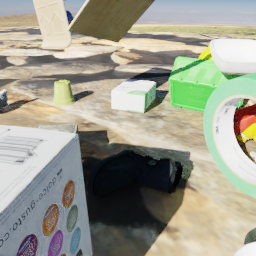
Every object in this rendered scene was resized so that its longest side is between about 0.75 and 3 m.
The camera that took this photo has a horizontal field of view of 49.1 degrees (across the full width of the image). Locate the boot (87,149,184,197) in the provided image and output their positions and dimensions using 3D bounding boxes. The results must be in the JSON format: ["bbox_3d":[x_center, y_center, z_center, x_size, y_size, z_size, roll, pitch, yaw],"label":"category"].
[{"bbox_3d":[0.240,1.063,6.159,1.572,0.715,1.871,10,20,30],"label":"boot"}]

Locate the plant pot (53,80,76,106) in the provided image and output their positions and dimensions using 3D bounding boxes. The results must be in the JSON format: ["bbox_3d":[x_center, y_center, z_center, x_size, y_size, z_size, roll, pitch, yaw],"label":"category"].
[{"bbox_3d":[-2.646,-1.480,11.464,0.933,0.857,0.933,1,25,0],"label":"plant pot"}]

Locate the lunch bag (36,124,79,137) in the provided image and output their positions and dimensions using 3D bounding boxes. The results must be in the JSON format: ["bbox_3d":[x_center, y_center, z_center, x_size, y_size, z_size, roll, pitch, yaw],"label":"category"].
[{"bbox_3d":[-1.903,0.464,7.343,1.160,0.832,1.414,-1,20,-3],"label":"lunch bag"}]

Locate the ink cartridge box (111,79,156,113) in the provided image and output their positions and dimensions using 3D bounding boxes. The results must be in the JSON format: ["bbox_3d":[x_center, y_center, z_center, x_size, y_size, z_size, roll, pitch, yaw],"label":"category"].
[{"bbox_3d":[0.271,-1.327,11.204,1.326,0.798,1.825,9,28,16],"label":"ink cartridge box"}]

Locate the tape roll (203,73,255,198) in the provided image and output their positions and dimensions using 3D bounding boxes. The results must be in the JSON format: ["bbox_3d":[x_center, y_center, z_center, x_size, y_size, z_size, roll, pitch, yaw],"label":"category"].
[{"bbox_3d":[2.662,0.183,5.807,0.620,2.581,2.581,-17,30,-24],"label":"tape roll"}]

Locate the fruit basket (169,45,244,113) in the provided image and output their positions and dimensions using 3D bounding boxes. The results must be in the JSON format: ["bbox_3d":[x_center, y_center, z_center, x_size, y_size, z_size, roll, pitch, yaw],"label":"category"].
[{"bbox_3d":[3.202,-2.003,10.979,2.979,2.149,2.979,-6,37,5],"label":"fruit basket"}]

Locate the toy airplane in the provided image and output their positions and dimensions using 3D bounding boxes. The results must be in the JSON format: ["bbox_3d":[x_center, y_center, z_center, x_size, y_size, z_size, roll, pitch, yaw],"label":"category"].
[{"bbox_3d":[3.862,-0.185,7.696,2.420,1.707,2.409,-41,22,-8],"label":"toy airplane"}]

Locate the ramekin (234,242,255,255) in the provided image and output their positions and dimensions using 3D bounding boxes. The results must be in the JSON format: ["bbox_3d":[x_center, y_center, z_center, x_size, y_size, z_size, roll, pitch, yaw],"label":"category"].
[{"bbox_3d":[2.020,2.251,3.717,1.336,0.651,1.336,1,25,0],"label":"ramekin"}]

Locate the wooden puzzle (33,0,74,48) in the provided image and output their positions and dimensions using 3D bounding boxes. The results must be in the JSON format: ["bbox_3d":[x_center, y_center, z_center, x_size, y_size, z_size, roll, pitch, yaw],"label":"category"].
[{"bbox_3d":[-2.303,-3.684,8.613,0.538,2.323,2.151,-18,24,-33],"label":"wooden puzzle"}]

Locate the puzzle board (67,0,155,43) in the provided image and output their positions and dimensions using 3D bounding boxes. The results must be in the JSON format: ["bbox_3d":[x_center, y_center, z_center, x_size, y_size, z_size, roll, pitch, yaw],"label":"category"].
[{"bbox_3d":[-0.175,-2.867,6.337,1.649,2.188,0.190,-5,63,-47],"label":"puzzle board"}]

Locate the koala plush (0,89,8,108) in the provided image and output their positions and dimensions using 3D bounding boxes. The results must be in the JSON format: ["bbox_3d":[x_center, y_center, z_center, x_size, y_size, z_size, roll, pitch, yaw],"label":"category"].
[{"bbox_3d":[-4.964,-0.995,10.522,0.943,0.910,1.026,27,34,24],"label":"koala plush"}]

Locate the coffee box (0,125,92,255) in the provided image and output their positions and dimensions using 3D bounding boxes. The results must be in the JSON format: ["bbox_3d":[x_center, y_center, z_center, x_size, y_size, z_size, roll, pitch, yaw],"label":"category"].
[{"bbox_3d":[-2.015,1.445,3.437,2.347,2.321,2.344,6,26,15],"label":"coffee box"}]

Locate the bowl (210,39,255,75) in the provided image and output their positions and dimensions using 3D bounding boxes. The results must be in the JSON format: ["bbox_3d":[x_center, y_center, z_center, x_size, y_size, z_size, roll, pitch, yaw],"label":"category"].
[{"bbox_3d":[3.558,-2.274,9.081,1.702,0.636,1.704,1,41,-1],"label":"bowl"}]
